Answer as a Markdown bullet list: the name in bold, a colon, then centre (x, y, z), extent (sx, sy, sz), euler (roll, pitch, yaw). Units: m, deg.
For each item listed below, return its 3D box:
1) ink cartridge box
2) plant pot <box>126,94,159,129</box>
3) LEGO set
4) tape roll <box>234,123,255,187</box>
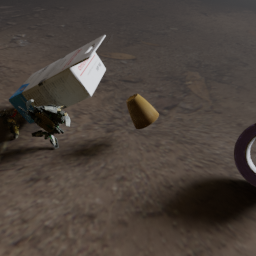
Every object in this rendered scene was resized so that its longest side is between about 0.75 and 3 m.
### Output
- **ink cartridge box**: centre (-1.675, -1.304, 7.666), extent (2.783, 0.928, 1.612), euler (-20, 31, 26)
- **plant pot**: centre (0.302, -0.472, 7.108), extent (0.703, 0.755, 0.703), euler (-29, 21, 12)
- **LEGO set**: centre (-2.193, -0.233, 6.956), extent (2.156, 1.400, 0.611), euler (14, 44, 18)
- **tape roll**: centre (2.995, 0.553, 5.806), extent (1.435, 1.435, 0.610), euler (23, 10, 28)
